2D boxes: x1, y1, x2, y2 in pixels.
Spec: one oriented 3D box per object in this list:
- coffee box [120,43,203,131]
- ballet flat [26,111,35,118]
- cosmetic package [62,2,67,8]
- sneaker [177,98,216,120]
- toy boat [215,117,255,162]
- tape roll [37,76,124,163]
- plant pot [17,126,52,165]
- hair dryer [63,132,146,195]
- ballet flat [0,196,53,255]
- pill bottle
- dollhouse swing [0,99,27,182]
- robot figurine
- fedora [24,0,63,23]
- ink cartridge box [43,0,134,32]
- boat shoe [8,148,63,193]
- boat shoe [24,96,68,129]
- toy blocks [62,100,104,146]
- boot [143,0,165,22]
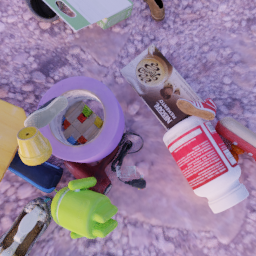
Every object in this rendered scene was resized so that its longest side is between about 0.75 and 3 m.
[{"bbox_3d":[1.072,-1.216,8.892,1.380,0.975,2.442,-38,79,5],"label":"coffee box"},{"bbox_3d":[-3.249,-0.147,9.074,0.453,0.453,1.240,23,76,7],"label":"ballet flat"},{"bbox_3d":[-2.318,-5.289,10.524,0.667,0.451,1.268,23,72,-22],"label":"cosmetic package"},{"bbox_3d":[1.958,-0.646,7.906,1.111,0.396,0.625,24,45,11],"label":"sneaker"},{"bbox_3d":[3.389,0.635,8.565,1.971,1.286,1.288,37,107,11],"label":"toy boat"},{"bbox_3d":[-1.333,-0.207,8.075,2.375,1.009,2.375,-1,80,7],"label":"tape roll"},{"bbox_3d":[-2.298,0.377,6.728,0.781,0.735,0.781,-5,43,4],"label":"plant pot"},{"bbox_3d":[-0.718,1.150,8.680,2.536,0.689,1.932,-3,56,-5],"label":"hair dryer"},{"bbox_3d":[-3.091,3.165,7.721,1.046,1.046,2.909,30,75,9],"label":"ballet flat"},{"bbox_3d":[2.265,1.013,8.148,1.472,1.472,2.622,-27,75,-8],"label":"pill bottle"},{"bbox_3d":[-4.671,0.266,8.427,2.527,2.612,2.874,27,73,-20],"label":"dollhouse swing"},{"bbox_3d":[-1.265,2.281,7.724,2.017,1.167,1.770,9,108,31],"label":"robot figurine"},{"bbox_3d":[-3.007,-4.476,10.171,1.346,0.608,1.190,36,95,-15],"label":"fedora"},{"bbox_3d":[-1.430,-4.287,9.827,1.997,0.658,2.745,45,62,11],"label":"ink cartridge box"},{"bbox_3d":[-3.303,0.862,8.526,2.901,1.221,0.996,36,68,-6],"label":"boat shoe"},{"bbox_3d":[-2.059,-0.386,7.053,1.218,0.379,0.454,-40,119,-13],"label":"boat shoe"},{"bbox_3d":[-1.498,0.035,8.834,1.994,0.996,1.363,44,89,12],"label":"toy blocks"},{"bbox_3d":[0.908,-4.972,10.410,0.713,0.731,1.937,-22,73,-5],"label":"boot"}]
